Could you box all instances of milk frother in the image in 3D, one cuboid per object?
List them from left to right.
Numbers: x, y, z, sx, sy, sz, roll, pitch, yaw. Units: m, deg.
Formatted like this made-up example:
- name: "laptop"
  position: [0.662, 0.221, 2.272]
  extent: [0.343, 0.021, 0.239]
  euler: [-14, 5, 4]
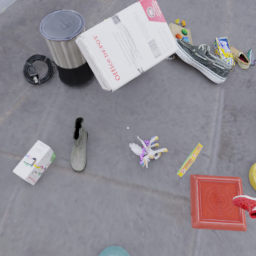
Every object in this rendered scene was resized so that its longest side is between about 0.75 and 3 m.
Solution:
- name: "milk frother"
  position: [-3.116, -3.139, 11.598]
  extent: [2.894, 2.722, 2.612]
  euler: [-35, 63, -16]

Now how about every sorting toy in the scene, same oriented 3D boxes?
- name: "sorting toy"
  position: [2.529, -4.687, 13.481]
  extent: [1.169, 0.210, 1.569]
  euler: [8, 64, -23]

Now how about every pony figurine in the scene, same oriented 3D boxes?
- name: "pony figurine"
  position: [0.758, 0.829, 10.960]
  extent: [1.241, 1.033, 1.198]
  euler: [-30, 78, -28]

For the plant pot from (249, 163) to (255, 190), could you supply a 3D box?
- name: "plant pot"
  position: [5.382, 1.709, 10.278]
  extent: [1.391, 1.308, 1.391]
  euler: [0, 66, -1]

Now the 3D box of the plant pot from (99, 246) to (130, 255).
- name: "plant pot"
  position: [-0.471, 4.550, 9.299]
  extent: [1.202, 0.810, 1.202]
  euler: [0, 66, 0]

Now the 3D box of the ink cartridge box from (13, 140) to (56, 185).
- name: "ink cartridge box"
  position: [-3.482, 1.331, 10.580]
  extent: [0.604, 1.041, 1.438]
  euler: [31, 70, 13]

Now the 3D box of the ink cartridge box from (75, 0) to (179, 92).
- name: "ink cartridge box"
  position: [-0.043, -2.769, 9.395]
  extent: [2.788, 1.182, 2.031]
  euler: [-34, 108, -12]

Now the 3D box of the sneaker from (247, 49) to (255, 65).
- name: "sneaker"
  position: [5.783, -3.288, 13.064]
  extent: [0.359, 0.305, 0.820]
  euler: [11, 77, -6]

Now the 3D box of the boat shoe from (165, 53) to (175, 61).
- name: "boat shoe"
  position: [1.659, -4.107, 13.181]
  extent: [0.718, 0.664, 1.944]
  euler: [-15, 67, -6]

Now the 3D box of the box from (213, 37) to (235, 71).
- name: "box"
  position: [4.429, -3.412, 12.958]
  extent: [0.562, 0.515, 1.603]
  euler: [-4, 67, -1]

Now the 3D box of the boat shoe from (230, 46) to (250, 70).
- name: "boat shoe"
  position: [5.163, -3.338, 12.963]
  extent: [0.497, 0.446, 1.344]
  euler: [-30, 70, -12]

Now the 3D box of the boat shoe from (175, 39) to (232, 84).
- name: "boat shoe"
  position: [3.295, -3.229, 12.438]
  extent: [2.930, 1.039, 1.056]
  euler: [37, 40, 7]

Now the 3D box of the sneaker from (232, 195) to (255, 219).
- name: "sneaker"
  position: [3.115, 2.063, 7.341]
  extent: [0.542, 0.939, 0.368]
  euler: [-35, 104, -42]

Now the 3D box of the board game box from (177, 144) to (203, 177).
- name: "board game box"
  position: [2.046, 0.998, 9.118]
  extent: [0.231, 0.735, 1.539]
  euler: [36, 26, 9]

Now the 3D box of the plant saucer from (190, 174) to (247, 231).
- name: "plant saucer"
  position: [3.347, 2.704, 10.357]
  extent: [2.002, 0.367, 1.998]
  euler: [3, 66, 1]

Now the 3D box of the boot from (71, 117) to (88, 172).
- name: "boot"
  position: [-1.946, 0.637, 10.770]
  extent: [0.650, 1.254, 1.920]
  euler: [1, 66, 0]
